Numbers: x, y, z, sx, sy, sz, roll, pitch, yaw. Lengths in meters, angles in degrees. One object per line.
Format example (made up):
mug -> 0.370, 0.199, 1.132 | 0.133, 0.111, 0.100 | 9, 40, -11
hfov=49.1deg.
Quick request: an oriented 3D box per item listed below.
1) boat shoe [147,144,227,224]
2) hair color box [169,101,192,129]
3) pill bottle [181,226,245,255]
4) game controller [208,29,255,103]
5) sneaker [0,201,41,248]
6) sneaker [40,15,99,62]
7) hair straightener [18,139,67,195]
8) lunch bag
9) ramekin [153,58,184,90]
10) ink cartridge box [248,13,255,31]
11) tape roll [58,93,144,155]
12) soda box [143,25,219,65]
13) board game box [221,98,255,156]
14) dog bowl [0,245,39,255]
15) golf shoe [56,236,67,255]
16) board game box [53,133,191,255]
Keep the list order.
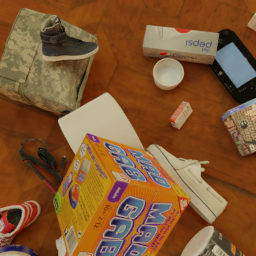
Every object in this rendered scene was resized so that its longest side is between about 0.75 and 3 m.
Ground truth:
boat shoe -> 1.933, 1.408, 8.628 | 1.260, 1.091, 2.954 | -42, 82, -9
hair color box -> 1.770, -0.429, 9.364 | 0.269, 0.467, 0.843 | 26, 71, 43
pill bottle -> 2.899, 4.209, 7.737 | 2.758, 1.465, 1.465 | 43, 80, 9
game controller -> 3.706, -2.173, 9.792 | 1.406, 0.568, 2.696 | -30, 77, -7
sneaker -> -3.708, 3.062, 8.064 | 0.862, 1.361, 2.420 | 42, 80, 10
sneaker -> -1.591, -2.486, 7.680 | 1.610, 1.163, 0.612 | -13, 46, -17
hair straightener -> -2.446, 1.265, 9.037 | 2.751, 0.563, 1.059 | 40, 71, 14
lunch bag -> -2.429, -1.935, 8.964 | 2.444, 2.031, 2.914 | 15, 78, 3
ramekin -> 1.372, -1.825, 9.712 | 1.045, 0.549, 1.045 | 0, 77, 0
ink cartridge box -> 5.429, -3.873, 10.148 | 1.638, 0.688, 1.192 | 36, 79, 8
tape roll -> -0.737, 0.383, 8.216 | 1.637, 2.385, 2.385 | -31, 78, -8
soda box -> 1.783, -2.865, 9.653 | 2.458, 0.780, 0.839 | 11, 83, 10
board game box -> 4.024, -0.037, 9.161 | 1.213, 0.737, 1.522 | -24, 78, -6
dog bowl -> -3.281, 4.304, 7.781 | 1.882, 0.741, 1.882 | 0, 89, -14
golf shoe -> -1.595, 3.348, 8.268 | 1.058, 0.834, 2.298 | 20, 77, 5
board game box -> -0.253, 1.625, 6.370 | 1.972, 1.973, 1.971 | 20, 105, -31
